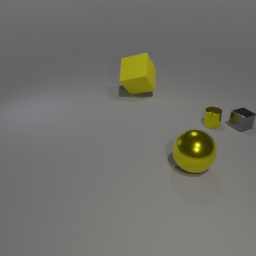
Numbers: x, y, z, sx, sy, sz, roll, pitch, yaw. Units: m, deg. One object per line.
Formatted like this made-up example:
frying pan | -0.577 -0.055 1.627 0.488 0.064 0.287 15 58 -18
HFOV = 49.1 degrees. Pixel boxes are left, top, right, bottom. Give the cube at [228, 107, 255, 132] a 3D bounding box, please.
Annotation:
cube | 4.731 -0.351 11.627 0.700 0.700 0.700 -15 34 -24

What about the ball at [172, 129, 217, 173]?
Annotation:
ball | 2.130 0.736 8.979 1.400 1.400 1.400 0 30 0

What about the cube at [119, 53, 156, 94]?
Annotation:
cube | 0.519 -2.723 14.243 1.400 1.400 1.400 -7 64 23

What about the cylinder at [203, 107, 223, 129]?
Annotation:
cylinder | 3.570 -0.443 11.787 0.700 0.700 0.700 -1 29 0
